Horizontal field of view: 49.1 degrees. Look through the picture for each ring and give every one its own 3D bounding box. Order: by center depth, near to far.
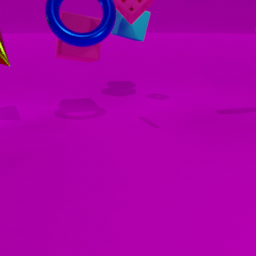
[{"bbox_3d":[-1.247,-3.080,7.474,1.882,1.882,0.376,-3,-5,-7],"label":"ring"}]

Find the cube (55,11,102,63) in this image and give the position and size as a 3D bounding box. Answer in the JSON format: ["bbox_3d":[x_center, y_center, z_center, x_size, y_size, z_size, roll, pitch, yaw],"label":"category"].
[{"bbox_3d":[-1.591,-2.827,8.936,1.249,1.249,1.249,4,8,-20],"label":"cube"}]

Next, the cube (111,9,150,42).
[{"bbox_3d":[0.086,-4.526,12.165,1.209,1.209,1.209,9,15,-20],"label":"cube"}]

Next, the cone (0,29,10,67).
[{"bbox_3d":[-3.824,-2.246,7.786,1.635,1.629,1.629,44,32,7],"label":"cone"}]

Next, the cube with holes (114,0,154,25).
[{"bbox_3d":[0.129,-4.660,10.026,1.149,1.149,1.149,-44,5,6],"label":"cube with holes"}]
